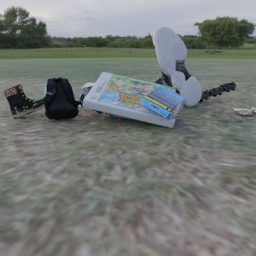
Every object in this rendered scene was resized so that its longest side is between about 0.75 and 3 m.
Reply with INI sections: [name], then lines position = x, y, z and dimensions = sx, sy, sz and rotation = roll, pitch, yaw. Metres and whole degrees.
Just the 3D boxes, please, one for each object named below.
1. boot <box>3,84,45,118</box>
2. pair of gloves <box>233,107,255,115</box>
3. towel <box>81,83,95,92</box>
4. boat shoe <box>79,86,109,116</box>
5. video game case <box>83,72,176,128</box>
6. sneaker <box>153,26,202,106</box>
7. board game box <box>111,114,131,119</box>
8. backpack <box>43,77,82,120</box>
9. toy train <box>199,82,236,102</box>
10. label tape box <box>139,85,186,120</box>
[boot]
position = -2.957, -0.865, 8.128
dimensions = 1.131, 0.851, 0.414
rotation = -27, 24, -18
[pair of gloves]
position = 3.750, -0.519, 8.512
dimensions = 0.975, 0.171, 0.829
rotation = 3, 14, 9
[towel]
position = -1.031, -1.541, 10.614
dimensions = 1.392, 0.240, 0.922
rotation = 2, 21, 3
[boat shoe]
position = -0.994, -1.101, 8.719
dimensions = 0.889, 0.693, 1.959
rotation = 19, 25, -17
[video game case]
position = 0.171, -0.898, 7.971
dimensions = 2.385, 0.263, 2.171
rotation = 13, 32, 2
[sneaker]
position = 1.356, -1.989, 9.566
dimensions = 1.049, 2.779, 1.582
rotation = -35, 19, -16
[board game box]
position = 0.239, -0.525, 8.276
dimensions = 1.208, 0.272, 0.918
rotation = -15, 17, -39
[backpack]
position = -1.962, -0.833, 7.934
dimensions = 1.036, 0.786, 1.242
rotation = 0, 53, -27
[toy train]
position = 3.272, -1.400, 10.742
dimensions = 2.157, 0.368, 0.494
rotation = -19, 22, -26
[label tape box]
position = 0.851, -0.591, 7.095
dimensions = 0.795, 0.367, 1.110
rotation = 31, 45, 20
